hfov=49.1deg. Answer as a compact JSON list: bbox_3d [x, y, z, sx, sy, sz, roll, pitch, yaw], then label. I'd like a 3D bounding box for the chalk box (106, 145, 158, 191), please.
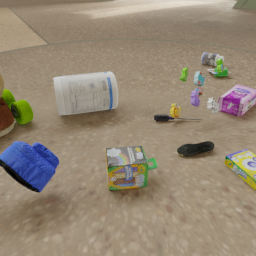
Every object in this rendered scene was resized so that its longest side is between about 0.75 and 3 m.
[{"bbox_3d":[0.094,0.982,7.056,1.262,0.781,0.785,-3,31,-6],"label":"chalk box"}]

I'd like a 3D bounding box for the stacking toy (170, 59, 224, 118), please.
[{"bbox_3d":[2.285,-1.326,9.315,1.549,0.483,2.054,-5,63,44],"label":"stacking toy"}]

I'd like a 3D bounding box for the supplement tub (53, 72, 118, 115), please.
[{"bbox_3d":[-1.490,-1.237,9.961,2.103,1.388,1.388,-8,34,-12],"label":"supplement tub"}]

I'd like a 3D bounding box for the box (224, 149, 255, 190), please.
[{"bbox_3d":[3.265,1.099,7.298,0.781,0.322,1.331,-14,37,-20],"label":"box"}]

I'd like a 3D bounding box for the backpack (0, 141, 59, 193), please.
[{"bbox_3d":[-2.241,0.800,6.363,1.172,0.952,0.983,38,63,-8],"label":"backpack"}]

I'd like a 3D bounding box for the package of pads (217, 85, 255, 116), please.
[{"bbox_3d":[4.097,-1.050,10.379,0.956,0.601,1.587,23,39,36],"label":"package of pads"}]

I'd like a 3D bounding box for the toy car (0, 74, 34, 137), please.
[{"bbox_3d":[-4.620,-1.273,8.578,2.290,2.902,2.384,27,41,35],"label":"toy car"}]

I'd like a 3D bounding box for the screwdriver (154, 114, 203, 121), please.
[{"bbox_3d":[1.726,-0.330,9.669,1.674,0.234,0.244,2,0,-5],"label":"screwdriver"}]

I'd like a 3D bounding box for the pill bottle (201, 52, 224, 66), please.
[{"bbox_3d":[4.278,-3.466,14.163,1.016,0.578,0.578,20,38,29],"label":"pill bottle"}]

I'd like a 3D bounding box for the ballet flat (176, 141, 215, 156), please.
[{"bbox_3d":[1.960,0.628,8.136,1.153,0.327,0.383,-8,70,-7],"label":"ballet flat"}]

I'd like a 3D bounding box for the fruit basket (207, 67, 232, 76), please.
[{"bbox_3d":[4.267,-2.701,13.131,0.840,0.425,0.907,-4,30,-5],"label":"fruit basket"}]
